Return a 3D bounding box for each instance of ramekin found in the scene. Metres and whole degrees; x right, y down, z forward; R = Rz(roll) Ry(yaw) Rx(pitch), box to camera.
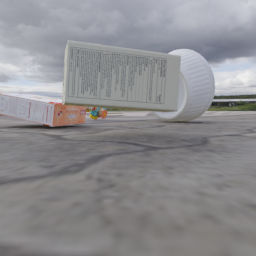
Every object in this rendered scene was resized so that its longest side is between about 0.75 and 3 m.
[{"bbox_3d":[1.658,-1.430,10.097,1.241,2.665,2.665,-20,16,-40],"label":"ramekin"}]

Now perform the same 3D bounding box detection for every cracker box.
[{"bbox_3d":[-2.469,-0.562,7.890,2.182,0.629,1.462,12,9,23],"label":"cracker box"}]

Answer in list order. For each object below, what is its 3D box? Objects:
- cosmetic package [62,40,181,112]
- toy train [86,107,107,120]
[{"bbox_3d":[-0.130,-0.897,5.283,2.117,1.114,0.753,5,1,-17],"label":"cosmetic package"},{"bbox_3d":[-1.084,-1.240,11.585,0.671,1.811,2.411,35,-14,23],"label":"toy train"}]
